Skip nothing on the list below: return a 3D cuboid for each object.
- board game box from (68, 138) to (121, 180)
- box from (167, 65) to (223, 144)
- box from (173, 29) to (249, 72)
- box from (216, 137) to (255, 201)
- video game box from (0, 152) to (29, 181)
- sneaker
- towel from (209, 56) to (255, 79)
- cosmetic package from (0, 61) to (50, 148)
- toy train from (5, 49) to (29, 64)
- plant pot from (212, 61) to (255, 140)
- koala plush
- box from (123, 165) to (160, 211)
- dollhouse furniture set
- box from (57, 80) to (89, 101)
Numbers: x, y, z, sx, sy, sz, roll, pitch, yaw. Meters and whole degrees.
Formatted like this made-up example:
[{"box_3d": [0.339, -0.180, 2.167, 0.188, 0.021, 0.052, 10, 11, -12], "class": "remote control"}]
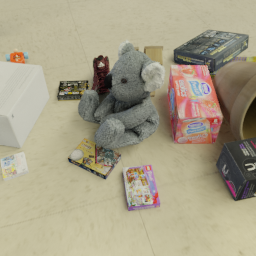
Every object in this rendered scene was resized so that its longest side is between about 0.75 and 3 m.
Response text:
[{"box_3d": [-1.101, 0.994, 9.309, 1.467, 0.254, 0.994, 22, 51, 20], "class": "board game box"}, {"box_3d": [2.345, -0.937, 10.317, 1.498, 1.382, 2.919, 1, 47, 1], "class": "box"}, {"box_3d": [3.846, -3.660, 12.969, 2.814, 0.718, 2.219, -36, 41, -28], "class": "box"}, {"box_3d": [4.117, 1.138, 8.510, 2.301, 1.220, 1.406, -9, 48, -8], "class": "box"}, {"box_3d": [-3.699, 1.238, 9.122, 0.762, 0.196, 0.836, -17, 50, -15], "class": "video game box"}, {"box_3d": [-1.107, -1.965, 11.173, 0.995, 1.519, 2.630, -6, 48, -5], "class": "sneaker"}, {"box_3d": [4.772, -2.638, 11.963, 2.995, 0.341, 2.151, 8, 40, 32], "class": "towel"}, {"box_3d": [-4.736, -0.973, 10.130, 2.753, 1.692, 2.744, 7, 48, 8], "class": "cosmetic package"}, {"box_3d": [-5.683, -2.512, 12.254, 2.812, 0.782, 2.112, -15, 48, -17], "class": "toy train"}, {"box_3d": [4.328, -1.074, 9.741, 2.994, 2.994, 2.598, -16, 33, -14], "class": "plant pot"}, {"box_3d": [0.057, -1.206, 9.175, 2.681, 2.917, 2.587, -4, 34, -29], "class": "koala plush"}, {"box_3d": [0.382, 1.794, 8.556, 0.949, 0.271, 1.387, -5, 48, -5], "class": "box"}, {"box_3d": [0.487, -2.231, 12.213, 1.969, 1.687, 2.070, -1, 82, 0], "class": "dollhouse furniture set"}, {"box_3d": [-2.264, -1.568, 11.647, 1.240, 0.306, 0.990, -3, 49, -2], "class": "box"}]
